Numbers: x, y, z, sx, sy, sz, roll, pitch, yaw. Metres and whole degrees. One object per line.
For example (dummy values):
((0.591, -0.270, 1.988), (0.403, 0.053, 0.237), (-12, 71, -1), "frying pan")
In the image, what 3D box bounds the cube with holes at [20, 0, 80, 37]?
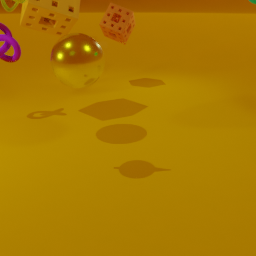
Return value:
((-2.248, -3.678, 8.120), (1.355, 1.355, 1.355), (8, -10, -28), "cube with holes")

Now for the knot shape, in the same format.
((-3.895, -2.422, 8.299), (1.164, 1.244, 0.575), (-34, 5, -7), "knot shape")

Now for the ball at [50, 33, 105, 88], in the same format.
((-1.253, -1.671, 7.001), (1.341, 1.341, 1.341), (0, 25, 0), "ball")

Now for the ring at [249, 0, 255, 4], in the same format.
((3.947, -3.730, 6.899), (1.967, 0.393, 1.967), (-28, 29, 17), "ring")

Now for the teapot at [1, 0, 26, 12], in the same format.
((-1.619, -2.332, 4.382), (1.238, 0.606, 0.770), (-39, 25, 26), "teapot")

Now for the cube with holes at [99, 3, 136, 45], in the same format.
((-0.411, -4.333, 11.707), (1.033, 1.033, 1.033), (26, -4, 10), "cube with holes")
